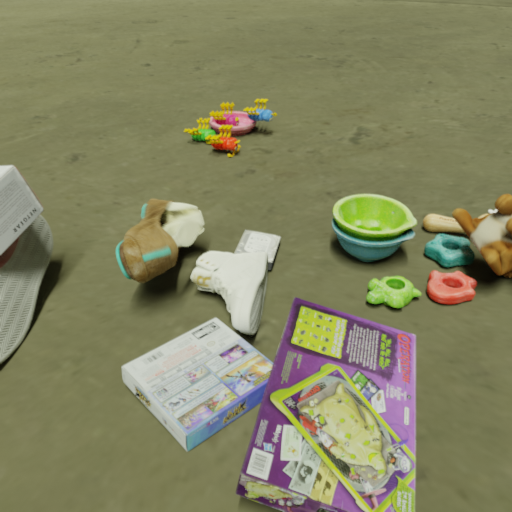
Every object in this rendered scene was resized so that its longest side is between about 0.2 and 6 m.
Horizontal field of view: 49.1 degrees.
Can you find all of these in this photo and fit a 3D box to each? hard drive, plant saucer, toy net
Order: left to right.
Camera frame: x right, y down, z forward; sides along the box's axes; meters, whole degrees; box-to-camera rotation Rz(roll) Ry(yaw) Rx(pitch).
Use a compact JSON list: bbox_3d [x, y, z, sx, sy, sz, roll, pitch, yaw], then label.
[{"bbox_3d":[-0.608,-3.481,14.833,1.258,0.319,1.258,-1,33,0],"label":"plant saucer"},{"bbox_3d":[0.024,-0.120,9.578,0.669,0.181,0.958,11,31,7],"label":"hard drive"},{"bbox_3d":[3.578,-0.334,9.411,4.464,0.862,2.342,-9,34,-14],"label":"toy net"}]

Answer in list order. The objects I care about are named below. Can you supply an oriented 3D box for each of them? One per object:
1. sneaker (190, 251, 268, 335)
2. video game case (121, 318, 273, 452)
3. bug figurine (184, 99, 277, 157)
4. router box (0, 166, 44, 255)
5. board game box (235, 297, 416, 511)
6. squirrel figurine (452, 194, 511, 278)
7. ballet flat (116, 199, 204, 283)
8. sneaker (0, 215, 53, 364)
[{"bbox_3d":[-0.450,0.511,8.277,1.127,0.718,1.949,3,24,5],"label":"sneaker"},{"bbox_3d":[-0.660,1.518,6.965,1.503,0.341,1.362,-25,41,-34],"label":"video game case"},{"bbox_3d":[-0.656,-3.232,14.081,1.780,0.591,2.295,15,45,34],"label":"bug figurine"},{"bbox_3d":[-5.060,0.088,7.519,2.992,0.814,3.334,3,45,28],"label":"router box"},{"bbox_3d":[0.954,1.680,6.415,1.723,0.464,2.871,14,34,7],"label":"board game box"},{"bbox_3d":[4.202,-0.399,8.644,1.532,1.641,1.162,-38,38,19],"label":"squirrel figurine"},{"bbox_3d":[-1.386,-0.398,8.939,1.044,0.979,2.888,-17,14,6],"label":"ballet flat"},{"bbox_3d":[-4.144,0.591,8.022,1.699,1.083,2.940,-12,36,10],"label":"sneaker"}]
